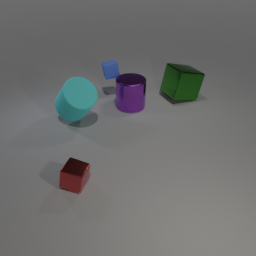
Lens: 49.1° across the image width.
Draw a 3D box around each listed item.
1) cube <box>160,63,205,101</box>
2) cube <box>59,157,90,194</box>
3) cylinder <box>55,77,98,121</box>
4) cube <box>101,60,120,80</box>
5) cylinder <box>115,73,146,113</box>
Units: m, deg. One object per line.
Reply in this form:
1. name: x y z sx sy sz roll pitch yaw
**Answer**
1. cube: 2.655 -2.274 13.834 1.400 1.400 1.400 -2 30 -27
2. cube: -1.630 1.450 8.587 0.700 0.700 0.700 17 34 7
3. cylinder: -2.125 -1.150 11.398 1.400 1.400 1.400 10 68 -25
4. cube: -0.846 -2.844 13.628 0.700 0.700 0.700 -15 28 -7
5. cylinder: 0.127 -1.639 13.012 1.400 1.400 1.400 0 34 0
